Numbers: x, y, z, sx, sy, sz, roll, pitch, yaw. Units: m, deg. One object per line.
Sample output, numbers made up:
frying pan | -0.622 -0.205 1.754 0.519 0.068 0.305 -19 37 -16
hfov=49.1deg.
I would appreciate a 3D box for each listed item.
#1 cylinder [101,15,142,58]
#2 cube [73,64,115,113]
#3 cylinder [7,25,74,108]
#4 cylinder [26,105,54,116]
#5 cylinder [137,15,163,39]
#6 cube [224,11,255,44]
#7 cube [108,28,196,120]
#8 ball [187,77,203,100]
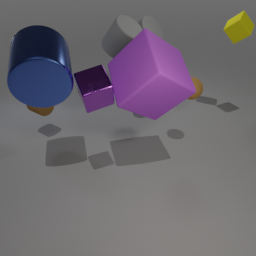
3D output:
cylinder | -0.249 -3.966 12.372 1.400 1.400 1.400 20 50 -25
cube | -0.768 -0.897 6.451 0.700 0.700 0.700 -20 63 -10
cylinder | -2.046 -1.439 6.585 1.400 1.400 1.400 -7 48 -11
cylinder | -3.082 -0.837 9.840 0.700 0.700 0.700 20 36 34
cylinder | 0.742 -4.433 13.518 1.400 1.400 1.400 -21 9 46
cube | 4.038 -3.650 10.184 0.700 0.700 0.700 -23 28 50
cube | 0.553 -1.251 6.929 1.400 1.400 1.400 16 49 -42
ball | 1.981 -1.230 8.730 0.700 0.700 0.700 0 30 0
